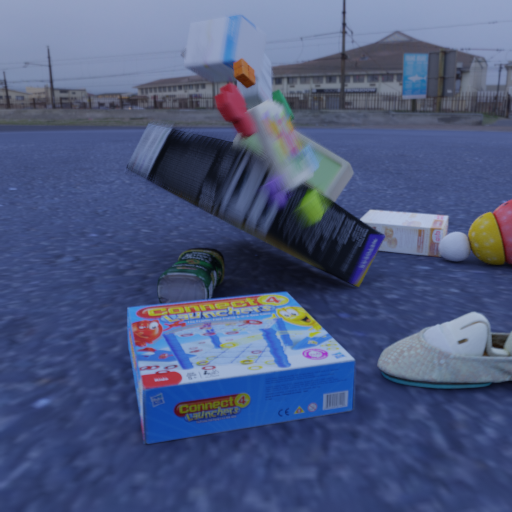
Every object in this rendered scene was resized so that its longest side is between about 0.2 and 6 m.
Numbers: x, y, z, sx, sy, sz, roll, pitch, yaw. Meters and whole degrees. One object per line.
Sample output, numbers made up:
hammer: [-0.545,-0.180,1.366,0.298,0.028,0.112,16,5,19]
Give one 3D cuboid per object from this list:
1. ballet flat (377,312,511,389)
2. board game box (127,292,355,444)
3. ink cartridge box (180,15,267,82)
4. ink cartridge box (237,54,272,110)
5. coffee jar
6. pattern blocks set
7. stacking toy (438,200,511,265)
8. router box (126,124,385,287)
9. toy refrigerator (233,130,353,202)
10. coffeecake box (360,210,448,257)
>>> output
ballet flat: [2.354,0.856,5.433,2.326,0.725,0.785,1,16,5]
board game box: [-0.259,0.958,5.436,1.843,0.515,1.805,-5,17,-16]
ink cartridge box: [-0.521,-3.060,8.364,1.095,0.686,0.704,9,-1,34]
ink cartridge box: [-0.030,-2.936,9.342,0.394,0.944,0.686,-6,-14,21]
coffee jar: [-0.848,0.290,7.701,0.693,0.567,1.329,2,16,7]
pattern blocks set: [0.292,-1.339,6.583,0.189,2.052,2.335,-24,22,21]
stacking toy: [3.988,-0.315,9.077,2.001,1.462,1.462,-13,13,13]
router box: [-0.158,-0.882,8.710,2.743,0.911,3.489,27,1,-33]
toy refrigerator: [0.656,-1.782,10.093,2.066,0.784,0.723,36,4,18]
coffeecake box: [2.702,-0.438,10.287,1.481,0.541,1.137,6,17,21]
